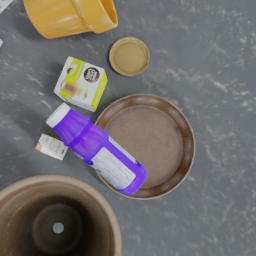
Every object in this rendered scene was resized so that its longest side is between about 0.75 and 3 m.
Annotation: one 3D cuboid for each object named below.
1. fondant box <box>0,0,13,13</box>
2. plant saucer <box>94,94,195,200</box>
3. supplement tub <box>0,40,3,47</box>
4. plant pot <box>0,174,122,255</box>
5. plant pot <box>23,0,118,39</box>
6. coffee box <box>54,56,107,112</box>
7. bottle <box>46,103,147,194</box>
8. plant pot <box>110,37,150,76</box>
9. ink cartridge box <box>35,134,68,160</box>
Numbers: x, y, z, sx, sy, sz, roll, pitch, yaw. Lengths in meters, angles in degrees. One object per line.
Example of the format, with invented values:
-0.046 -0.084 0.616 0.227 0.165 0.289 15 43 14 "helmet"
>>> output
-4.298 -4.455 8.448 1.738 0.702 2.410 41 86 4 "fondant box"
0.405 0.512 8.001 2.940 0.506 2.940 0 84 1 "plant saucer"
-4.428 -2.131 7.989 1.095 1.095 1.513 31 84 3 "supplement tub"
-1.383 2.031 5.145 2.329 2.031 2.329 2 79 -9 "plant pot"
-1.632 -3.502 7.765 2.011 2.196 2.196 -18 84 14 "plant pot"
-1.275 -1.194 7.891 1.063 1.075 1.074 21 84 2 "coffee box"
-0.639 0.439 5.809 2.286 0.955 0.746 43 77 -18 "bottle"
0.046 -2.140 8.463 1.206 0.166 1.206 0 84 -1 "plant pot"
-2.160 0.559 8.098 0.847 0.286 0.493 24 84 4 "ink cartridge box"
